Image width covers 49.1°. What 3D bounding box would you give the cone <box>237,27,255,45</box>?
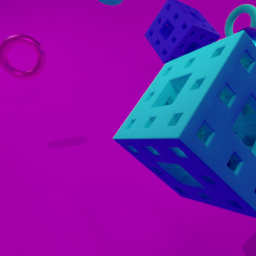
[{"bbox_3d":[2.845,-1.291,5.195,1.383,1.383,1.389,-26,18,-23],"label":"cone"}]

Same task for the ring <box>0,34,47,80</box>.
[{"bbox_3d":[-2.688,-1.794,7.154,1.165,1.165,0.233,-11,29,-10],"label":"ring"}]

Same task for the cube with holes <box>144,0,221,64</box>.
[{"bbox_3d":[1.304,-2.264,6.851,1.086,1.086,1.086,1,51,-40],"label":"cube with holes"}]

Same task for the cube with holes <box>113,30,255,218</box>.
[{"bbox_3d":[0.945,0.006,3.353,1.347,1.347,1.347,-55,20,-18],"label":"cube with holes"}]

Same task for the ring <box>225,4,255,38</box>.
[{"bbox_3d":[3.525,-3.191,8.699,0.242,1.211,1.211,-2,42,-30],"label":"ring"}]

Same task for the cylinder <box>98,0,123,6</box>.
[{"bbox_3d":[-0.414,-4.032,7.458,1.033,1.033,1.033,8,66,-20],"label":"cylinder"}]
